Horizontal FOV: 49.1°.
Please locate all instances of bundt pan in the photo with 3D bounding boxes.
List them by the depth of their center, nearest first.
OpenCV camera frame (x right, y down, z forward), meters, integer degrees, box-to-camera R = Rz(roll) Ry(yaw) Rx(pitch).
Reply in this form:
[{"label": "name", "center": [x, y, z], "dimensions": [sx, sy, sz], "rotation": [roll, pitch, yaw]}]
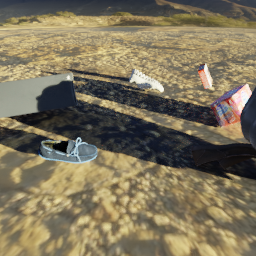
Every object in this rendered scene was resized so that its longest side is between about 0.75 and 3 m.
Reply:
[{"label": "bundt pan", "center": [3.541, 0.316, 5.626], "dimensions": [3.011, 1.130, 3.011], "rotation": [26, 26, -13]}]

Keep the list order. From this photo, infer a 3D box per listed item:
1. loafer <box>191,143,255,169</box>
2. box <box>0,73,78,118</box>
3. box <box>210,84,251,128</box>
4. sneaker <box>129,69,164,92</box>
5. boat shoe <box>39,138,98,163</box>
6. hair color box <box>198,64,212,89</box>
[{"label": "loafer", "center": [2.359, 0.701, 6.708], "dimensions": [1.658, 0.588, 0.605], "rotation": [-3, -14, 20]}, {"label": "box", "center": [-3.256, -1.108, 9.328], "dimensions": [2.859, 1.127, 2.018], "rotation": [-11, 10, -13]}, {"label": "box", "center": [3.508, -0.765, 9.228], "dimensions": [0.808, 0.875, 1.706], "rotation": [-24, 4, 42]}, {"label": "sneaker", "center": [0.791, -1.922, 12.209], "dimensions": [1.610, 0.652, 0.605], "rotation": [30, 0, 10]}, {"label": "boat shoe", "center": [-1.455, 0.560, 6.889], "dimensions": [1.439, 0.494, 0.605], "rotation": [-2, 48, -15]}, {"label": "hair color box", "center": [3.241, -2.167, 11.736], "dimensions": [0.290, 0.908, 0.504], "rotation": [-9, 40, 31]}]
